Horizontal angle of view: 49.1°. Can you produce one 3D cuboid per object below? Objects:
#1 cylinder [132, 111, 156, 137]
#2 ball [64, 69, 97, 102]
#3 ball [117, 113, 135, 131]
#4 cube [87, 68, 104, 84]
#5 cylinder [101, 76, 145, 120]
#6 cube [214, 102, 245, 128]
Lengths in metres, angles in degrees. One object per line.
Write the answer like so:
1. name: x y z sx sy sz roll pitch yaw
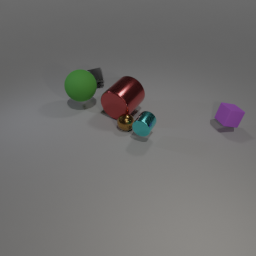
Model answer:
1. cylinder: 0.608 -0.158 10.323 0.700 0.700 0.700 14 40 21
2. ball: -2.076 -1.857 12.290 1.400 1.400 1.400 0 33 0
3. ball: -0.085 -0.234 11.146 0.700 0.700 0.700 0 33 0
4. cube: -1.658 -2.668 14.532 0.700 0.700 0.700 -12 0 1
5. cylinder: -0.209 -1.276 11.894 1.400 1.400 1.400 18 46 26
6. cube: 3.956 -0.507 10.926 0.700 0.700 0.700 6 29 -22
